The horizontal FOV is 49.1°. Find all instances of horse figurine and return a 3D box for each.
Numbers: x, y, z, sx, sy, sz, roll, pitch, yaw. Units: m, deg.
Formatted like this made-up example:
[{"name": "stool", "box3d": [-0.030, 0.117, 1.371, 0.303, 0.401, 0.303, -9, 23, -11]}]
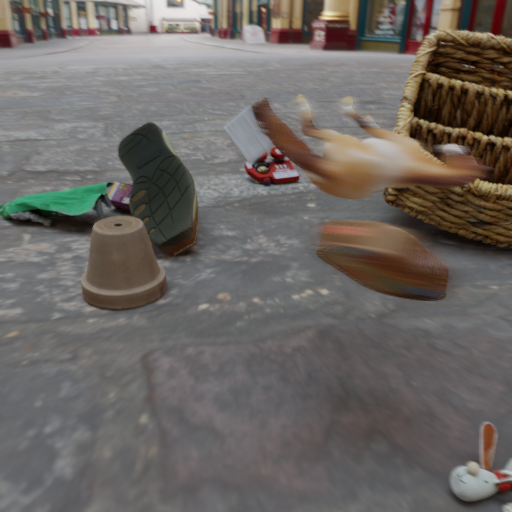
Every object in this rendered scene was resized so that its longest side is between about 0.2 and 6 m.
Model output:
[{"name": "horse figurine", "box3d": [1.115, -1.171, 6.161, 2.561, 0.639, 1.697, -8, 49, -35]}]

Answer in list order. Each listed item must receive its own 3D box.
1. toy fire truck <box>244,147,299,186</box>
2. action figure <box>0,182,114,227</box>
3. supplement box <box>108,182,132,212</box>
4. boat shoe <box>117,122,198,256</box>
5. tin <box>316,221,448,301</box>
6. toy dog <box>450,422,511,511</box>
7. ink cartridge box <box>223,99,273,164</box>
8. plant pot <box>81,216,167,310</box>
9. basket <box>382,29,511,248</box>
[{"name": "toy fire truck", "box3d": [0.372, -2.135, 13.887, 1.210, 0.679, 1.016, -9, 44, -16]}, {"name": "action figure", "box3d": [-4.138, -0.989, 11.316, 2.306, 0.631, 1.362, -3, 25, 11]}, {"name": "supplement box", "box3d": [-2.724, -1.236, 11.893, 0.740, 0.382, 0.484, 15, 70, 28]}, {"name": "boat shoe", "box3d": [-1.713, -1.269, 10.951, 1.298, 1.267, 3.431, -28, 48, 6]}, {"name": "tin", "box3d": [1.188, 0.064, 5.175, 0.878, 0.328, 1.569, -1, -20, 39]}, {"name": "toy dog", "box3d": [2.482, 1.847, 5.090, 1.352, 0.651, 0.892, -17, 30, -33]}, {"name": "ink cartridge box", "box3d": [-0.045, -2.552, 11.516, 0.950, 0.933, 0.206, -35, 3, 20]}, {"name": "plant pot", "box3d": [-2.026, 0.040, 8.479, 1.293, 1.127, 1.293, 1, 25, -1]}, {"name": "basket", "box3d": [4.450, -2.071, 10.116, 3.887, 2.896, 2.774, 18, 43, 15]}]
